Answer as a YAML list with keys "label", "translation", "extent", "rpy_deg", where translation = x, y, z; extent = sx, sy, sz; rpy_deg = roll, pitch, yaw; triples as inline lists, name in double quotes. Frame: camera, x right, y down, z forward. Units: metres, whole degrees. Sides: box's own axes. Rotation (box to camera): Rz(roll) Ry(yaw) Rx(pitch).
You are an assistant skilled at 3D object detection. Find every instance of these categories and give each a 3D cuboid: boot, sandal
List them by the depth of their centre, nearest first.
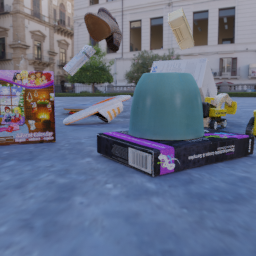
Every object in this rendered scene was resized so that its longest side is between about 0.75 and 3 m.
- label: "sandal"
  translation: [-0.992, -0.459, 9.671]
  extent: [2.502, 0.717, 0.959]
  rpy_deg: [-25, 15, -18]
- label: "boot"
  translation: [-0.917, -3.846, 10.240]
  extent: [0.767, 1.596, 2.183]
  rpy_deg: [-20, -31, 20]

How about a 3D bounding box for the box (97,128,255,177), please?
- label: "box"
  translation: [0.820, 0.286, 4.871]
  extent: [2.262, 0.408, 1.617]
  rpy_deg: [-6, 11, -32]

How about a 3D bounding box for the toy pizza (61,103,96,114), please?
- label: "toy pizza"
  translation: [-1.853, -0.936, 13.780]
  extent: [2.784, 0.441, 2.784]
  rpy_deg: [-1, 7, 0]

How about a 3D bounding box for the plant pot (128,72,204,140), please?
- label: "plant pot"
  translation: [0.650, -0.410, 4.719]
  extent: [1.278, 1.025, 1.278]
  rpy_deg: [0, 8, 0]

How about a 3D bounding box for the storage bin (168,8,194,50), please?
- label: "storage bin"
  translation: [2.043, -3.781, 10.720]
  extent: [0.597, 1.264, 1.273]
  rpy_deg: [-20, 30, 21]

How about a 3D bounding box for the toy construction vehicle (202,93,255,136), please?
- label: "toy construction vehicle"
  translation: [3.338, -0.455, 7.957]
  extent: [2.538, 1.027, 2.916]
  rpy_deg: [7, 10, 41]

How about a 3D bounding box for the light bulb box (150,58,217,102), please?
- label: "light bulb box"
  translation: [2.182, -1.517, 11.128]
  extent: [2.190, 1.366, 2.170]
  rpy_deg: [4, -27, 30]

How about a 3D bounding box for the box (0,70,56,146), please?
- label: "box"
  translation: [-2.669, -0.412, 5.776]
  extent: [2.245, 1.536, 0.439]
  rpy_deg: [-3, 8, -21]

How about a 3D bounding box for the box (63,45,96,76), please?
- label: "box"
  translation: [-1.718, -2.399, 9.859]
  extent: [0.247, 1.201, 0.936]
  rpy_deg: [46, -3, -29]
